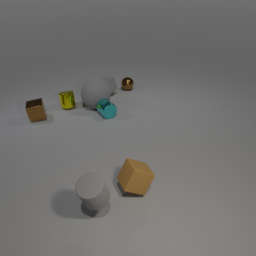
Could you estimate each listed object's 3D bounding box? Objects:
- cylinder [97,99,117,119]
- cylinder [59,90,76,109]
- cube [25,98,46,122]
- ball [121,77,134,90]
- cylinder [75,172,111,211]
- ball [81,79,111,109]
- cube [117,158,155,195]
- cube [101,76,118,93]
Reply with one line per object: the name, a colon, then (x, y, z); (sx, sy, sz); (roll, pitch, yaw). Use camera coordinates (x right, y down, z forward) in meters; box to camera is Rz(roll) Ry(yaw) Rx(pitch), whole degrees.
cylinder: (-0.947, -0.863, 12.471); (0.700, 0.700, 0.700); (-16, 34, -26)
cylinder: (-2.862, -1.349, 13.222); (0.700, 0.700, 0.700); (-7, 21, 3)
cube: (-3.991, -0.781, 12.174); (0.700, 0.700, 0.700); (-14, 37, -8)
ball: (-0.023, -2.411, 15.221); (0.700, 0.700, 0.700); (0, 30, 0)
cylinder: (-0.844, 1.553, 6.838); (0.700, 0.700, 0.700); (-8, 50, 9)
ball: (-1.499, -1.596, 13.064); (1.400, 1.400, 1.400); (0, 30, 0)
cube: (0.215, 1.382, 7.988); (0.700, 0.700, 0.700); (18, 16, -28)
cube: (-1.091, -2.198, 14.502); (0.700, 0.700, 0.700); (6, 38, 43)
